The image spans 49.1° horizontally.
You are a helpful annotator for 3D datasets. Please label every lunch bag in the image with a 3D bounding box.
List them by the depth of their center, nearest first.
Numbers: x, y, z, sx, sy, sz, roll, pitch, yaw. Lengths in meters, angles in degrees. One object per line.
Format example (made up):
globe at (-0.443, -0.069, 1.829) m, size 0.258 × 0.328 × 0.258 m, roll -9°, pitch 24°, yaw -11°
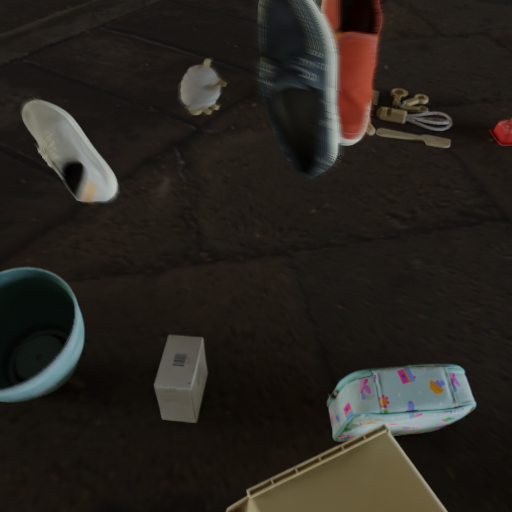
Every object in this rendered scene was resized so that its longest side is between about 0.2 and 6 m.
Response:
lunch bag at (1.704, 1.840, 6.964) m, size 1.649 × 1.323 × 0.636 m, roll -2°, pitch 61°, yaw -9°

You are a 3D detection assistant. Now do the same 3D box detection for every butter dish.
butter dish at (5.705, -2.824, 12.512) m, size 0.712 × 0.526 × 0.710 m, roll -4°, pitch 42°, yaw -4°

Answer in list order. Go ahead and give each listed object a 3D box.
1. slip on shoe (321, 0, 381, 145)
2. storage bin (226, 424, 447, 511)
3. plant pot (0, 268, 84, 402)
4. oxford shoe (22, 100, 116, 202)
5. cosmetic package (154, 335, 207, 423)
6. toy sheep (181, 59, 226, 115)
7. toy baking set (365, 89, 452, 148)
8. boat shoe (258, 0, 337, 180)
slip on shoe at (1.490, -3.285, 9.049) m, size 1.086 × 2.932 × 0.897 m, roll 3°, pitch 5°, yaw -13°
storage bin at (1.050, 3.207, 5.743) m, size 2.114 × 0.998 × 2.129 m, roll -19°, pitch 47°, yaw -18°
plant pot at (-3.105, 1.215, 7.593) m, size 1.774 × 1.189 × 1.774 m, roll -3°, pitch 56°, yaw 4°
oxford shoe at (-3.116, -1.696, 8.950) m, size 2.213 × 0.832 × 0.639 m, roll 47°, pitch 39°, yaw 14°
cosmetic package at (-0.990, 1.648, 7.513) m, size 0.507 × 0.824 × 0.822 m, roll 3°, pitch 43°, yaw 6°
toy sheep at (-1.005, -3.102, 10.322) m, size 0.792 × 1.149 × 0.792 m, roll 15°, pitch 41°, yaw -14°
toy baking set at (3.304, -3.421, 13.277) m, size 2.271 × 0.344 × 2.958 m, roll -8°, pitch 44°, yaw -8°
boat shoe at (0.557, -2.426, 8.139) m, size 1.066 × 2.852 × 0.946 m, roll 1°, pitch 31°, yaw 20°
